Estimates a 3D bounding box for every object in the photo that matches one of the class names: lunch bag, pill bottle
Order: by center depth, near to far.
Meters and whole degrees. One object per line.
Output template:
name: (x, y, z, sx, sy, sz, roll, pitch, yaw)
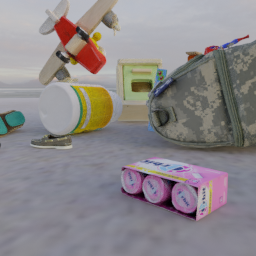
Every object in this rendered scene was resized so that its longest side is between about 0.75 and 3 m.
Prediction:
lunch bag: (1.828, -0.584, 6.174, 2.415, 2.006, 2.879, -15, 2, 17)
pill bottle: (-1.191, -0.569, 7.878, 1.332, 1.332, 2.362, 4, 8, 30)

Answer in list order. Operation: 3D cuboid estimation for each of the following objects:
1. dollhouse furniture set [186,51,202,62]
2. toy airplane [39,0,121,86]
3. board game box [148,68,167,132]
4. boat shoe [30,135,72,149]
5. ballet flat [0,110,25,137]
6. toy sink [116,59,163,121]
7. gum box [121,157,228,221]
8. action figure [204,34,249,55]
dollhouse furniture set: (3.361, -1.631, 10.841, 2.700, 2.729, 1.406, 5, 11, 28)
toy airplane: (-1.430, -2.507, 8.175, 2.605, 2.594, 1.838, -4, -21, 37)
board game box: (0.865, -0.831, 8.298, 0.316, 1.725, 1.305, 9, 8, 4)
boat shoe: (-1.550, 0.261, 5.648, 0.903, 0.270, 0.323, 2, 8, 14)
ballet flat: (-3.385, -0.049, 7.228, 0.660, 0.713, 2.022, -25, 1, 9)
toy sink: (0.411, -1.694, 10.469, 1.673, 2.566, 1.438, 0, -24, -4)
gum box: (0.444, 0.583, 2.963, 0.574, 0.335, 1.012, -7, 11, -44)
action figure: (2.239, -1.809, 6.575, 1.152, 0.376, 0.570, -13, 0, 19)
